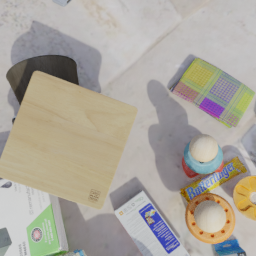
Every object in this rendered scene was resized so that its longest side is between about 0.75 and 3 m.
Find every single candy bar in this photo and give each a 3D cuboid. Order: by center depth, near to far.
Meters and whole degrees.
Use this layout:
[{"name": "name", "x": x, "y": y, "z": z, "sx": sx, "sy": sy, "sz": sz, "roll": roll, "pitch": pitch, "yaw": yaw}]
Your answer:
[{"name": "candy bar", "x": 2.396, "y": 1.484, "z": 7.909, "sx": 2.085, "sy": 0.231, "sz": 0.520, "roll": -26, "pitch": 68, "yaw": -12}]

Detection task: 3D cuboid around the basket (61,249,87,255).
[{"name": "basket", "x": -1.646, "y": 3.760, "z": 6.217, "sx": 2.034, "sy": 1.415, "sz": 1.794, "roll": -27, "pitch": 68, "yaw": -21}]

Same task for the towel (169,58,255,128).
[{"name": "towel", "x": 2.748, "y": -1.202, "z": 9.111, "sx": 2.397, "sy": 0.273, "sz": 1.721, "roll": 33, "pitch": 69, "yaw": 13}]

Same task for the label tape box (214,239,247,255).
[{"name": "label tape box", "x": 2.635, "y": 3.332, "z": 7.024, "sx": 0.671, "sy": 0.310, "sz": 0.937, "roll": -8, "pitch": 67, "yaw": -4}]

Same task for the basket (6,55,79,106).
[{"name": "basket", "x": -2.221, "y": -0.683, "z": 8.189, "sx": 2.125, "sy": 1.603, "sz": 2.357, "roll": -13, "pitch": 69, "yaw": -19}]

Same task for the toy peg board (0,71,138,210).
[{"name": "toy peg board", "x": -1.385, "y": 0.296, "z": 6.836, "sx": 2.497, "sy": 1.221, "sz": 2.487, "roll": 20, "pitch": 87, "yaw": -4}]

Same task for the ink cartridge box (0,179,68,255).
[{"name": "ink cartridge box", "x": -3.153, "y": 2.450, "z": 6.929, "sx": 2.832, "sy": 1.190, "sz": 2.060, "roll": -16, "pitch": 67, "yaw": -7}]

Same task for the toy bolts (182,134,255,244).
[{"name": "toy bolts", "x": 2.389, "y": 1.299, "z": 6.913, "sx": 2.481, "sy": 1.801, "sz": 2.597, "roll": -19, "pitch": 65, "yaw": 6}]

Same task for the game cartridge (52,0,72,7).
[{"name": "game cartridge", "x": -2.458, "y": -5.221, "z": 10.977, "sx": 0.690, "sy": 0.212, "sz": 1.037, "roll": 29, "pitch": 69, "yaw": 17}]

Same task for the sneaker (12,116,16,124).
[{"name": "sneaker", "x": -3.050, "y": 0.588, "z": 8.032, "sx": 0.860, "sy": 0.809, "sz": 2.100, "roll": -29, "pitch": 68, "yaw": -6}]

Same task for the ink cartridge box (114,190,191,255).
[{"name": "ink cartridge box", "x": 0.597, "y": 2.738, "z": 7.264, "sx": 0.968, "sy": 0.379, "sz": 2.044, "roll": -33, "pitch": 67, "yaw": -14}]
